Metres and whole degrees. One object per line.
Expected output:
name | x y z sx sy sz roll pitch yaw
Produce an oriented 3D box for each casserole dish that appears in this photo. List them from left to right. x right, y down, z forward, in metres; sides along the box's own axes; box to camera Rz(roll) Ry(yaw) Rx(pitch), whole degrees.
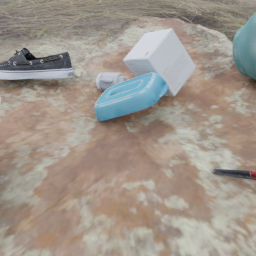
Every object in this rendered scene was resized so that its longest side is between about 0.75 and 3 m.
casserole dish | -0.016 -0.899 7.648 2.316 0.449 1.403 -14 31 35

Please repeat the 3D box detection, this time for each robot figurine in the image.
robot figurine | -0.580 -1.494 9.077 1.071 0.605 0.908 5 0 18

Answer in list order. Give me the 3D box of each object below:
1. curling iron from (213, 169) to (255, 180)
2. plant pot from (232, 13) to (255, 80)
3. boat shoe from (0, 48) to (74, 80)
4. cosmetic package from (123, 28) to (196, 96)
curling iron | 2.644 1.026 5.906 1.713 0.219 0.425 8 17 35
plant pot | 4.755 -2.664 9.085 2.999 2.999 2.009 -27 17 -30
boat shoe | -3.308 -2.161 9.292 2.976 0.986 1.041 2 20 9
cosmetic package | 0.954 -1.917 8.380 1.247 1.499 1.254 -51 32 -14
